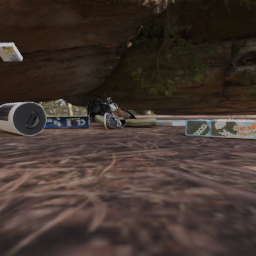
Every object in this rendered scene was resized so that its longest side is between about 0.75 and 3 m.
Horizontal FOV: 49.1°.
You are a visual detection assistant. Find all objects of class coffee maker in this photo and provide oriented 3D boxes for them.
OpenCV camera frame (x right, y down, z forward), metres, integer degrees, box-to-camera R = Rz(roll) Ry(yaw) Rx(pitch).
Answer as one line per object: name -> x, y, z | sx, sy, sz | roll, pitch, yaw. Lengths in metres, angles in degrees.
coffee maker -> -1.896, -1.042, 18.254 | 2.185, 1.532, 2.275 | -16, -1, 10

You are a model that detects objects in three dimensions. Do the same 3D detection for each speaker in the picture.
speaker -> -3.180, -0.285, 8.162 | 0.916, 0.916, 2.256 | -2, 5, -36

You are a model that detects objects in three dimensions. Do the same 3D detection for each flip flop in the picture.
flip flop -> -0.112, -0.457, 11.902 | 2.781, 0.801, 1.128 | 2, 4, 28

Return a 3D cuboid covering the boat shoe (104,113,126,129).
boat shoe -> -0.472, -0.255, 10.445 | 0.512, 0.593, 1.632 | -2, -2, 13

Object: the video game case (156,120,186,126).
video game case -> 2.354, -0.244, 13.275 | 1.971, 0.217, 1.794 | -2, 4, -28

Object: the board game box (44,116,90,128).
board game box -> -2.916, -0.256, 11.348 | 2.694, 0.466, 1.825 | -1, 3, -6

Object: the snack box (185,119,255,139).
snack box -> 2.834, 0.004, 7.177 | 2.353, 0.436, 1.367 | 3, 4, 38

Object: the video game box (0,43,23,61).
video game box -> -4.401, -2.789, 10.319 | 0.725, 0.186, 0.795 | 3, -28, 8

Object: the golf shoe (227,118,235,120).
golf shoe -> 3.548, -0.119, 9.670 | 0.487, 0.427, 1.105 | -9, 6, -25
